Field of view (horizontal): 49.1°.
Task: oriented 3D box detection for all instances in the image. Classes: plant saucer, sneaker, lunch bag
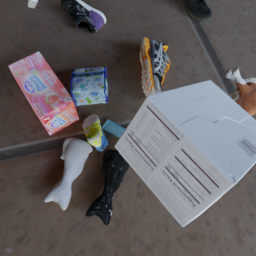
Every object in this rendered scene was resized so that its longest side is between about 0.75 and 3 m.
[{"bbox_3d":[-0.283,0.119,8.802,1.078,0.102,0.377,29,66,14],"label":"plant saucer"},{"bbox_3d":[-1.915,-4.365,10.826,2.043,0.774,0.895,29,71,15],"label":"sneaker"},{"bbox_3d":[0.974,-2.063,9.508,0.959,0.972,2.484,4,64,-11],"label":"sneaker"},{"bbox_3d":[2.498,-5.392,11.031,0.744,1.291,2.476,-29,65,-14],"label":"sneaker"},{"bbox_3d":[-0.982,0.197,8.573,0.548,0.760,1.446,-24,34,8],"label":"sneaker"},{"bbox_3d":[-1.262,-1.499,9.267,1.157,0.867,1.361,-4,53,-1],"label":"lunch bag"}]

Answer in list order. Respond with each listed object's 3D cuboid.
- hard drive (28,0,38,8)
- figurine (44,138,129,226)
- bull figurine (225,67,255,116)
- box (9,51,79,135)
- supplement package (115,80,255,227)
[{"bbox_3d":[-2.103,-3.482,6.397,0.171,0.844,1.280,7,99,-24],"label":"hard drive"},{"bbox_3d":[-1.117,1.439,7.747,2.004,0.863,1.955,15,67,9],"label":"figurine"},{"bbox_3d":[2.674,-0.694,6.727,1.350,2.223,0.724,41,30,-6],"label":"bull figurine"},{"bbox_3d":[-2.636,-1.109,8.836,1.094,1.186,2.311,-31,67,-15],"label":"box"},{"bbox_3d":[1.402,0.303,5.555,2.499,1.386,1.946,-20,62,-47],"label":"supplement package"}]
